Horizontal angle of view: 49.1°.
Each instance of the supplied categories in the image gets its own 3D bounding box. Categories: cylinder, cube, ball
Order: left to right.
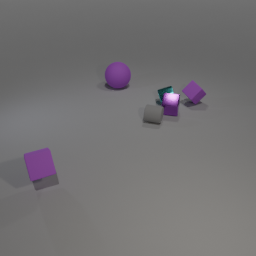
[{"bbox_3d":[-2.481,1.002,7.873,0.700,0.700,0.700,-15,7,-19],"label":"cube"},{"bbox_3d":[-0.541,-2.825,14.992,1.400,1.400,1.400,0,29,0],"label":"ball"},{"bbox_3d":[1.068,-0.587,11.589,0.700,0.700,0.700,11,31,14],"label":"cylinder"},{"bbox_3d":[1.814,-1.568,13.243,0.700,0.700,0.700,-16,28,8],"label":"cylinder"},{"bbox_3d":[1.861,-1.018,12.191,0.700,0.700,0.700,7,57,13],"label":"cube"},{"bbox_3d":[3.070,-1.649,13.003,0.700,0.700,0.700,53,15,32],"label":"cube"}]
